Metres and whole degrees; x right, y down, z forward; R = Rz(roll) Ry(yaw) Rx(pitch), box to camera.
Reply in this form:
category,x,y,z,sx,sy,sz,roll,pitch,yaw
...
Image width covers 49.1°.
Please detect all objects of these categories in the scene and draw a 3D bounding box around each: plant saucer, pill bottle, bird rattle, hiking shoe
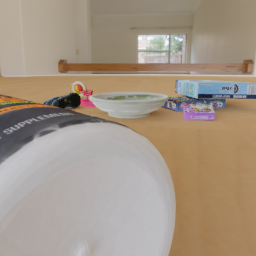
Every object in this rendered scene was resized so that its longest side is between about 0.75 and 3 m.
category,x,y,z,sx,sy,sz,roll,pitch,yaw
plant saucer,0.031,-0.818,9.971,2.800,0.703,2.800,1,13,0
pill bottle,-1.130,0.481,2.560,1.540,1.540,2.898,-11,16,-40
bird rattle,-2.378,-1.859,14.037,1.264,1.030,0.712,-2,28,36
hiking shoe,-2.595,-1.083,11.216,0.767,0.658,1.769,8,15,27

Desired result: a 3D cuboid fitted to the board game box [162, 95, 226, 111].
category,x,y,z,sx,sy,sz,roll,pitch,yaw
board game box,2.633,-1.087,11.785,2.355,0.408,1.596,-5,14,-22

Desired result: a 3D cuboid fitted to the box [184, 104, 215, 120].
category,x,y,z,sx,sy,sz,roll,pitch,yaw
box,2.426,-0.563,9.692,0.973,0.278,1.423,1,16,11

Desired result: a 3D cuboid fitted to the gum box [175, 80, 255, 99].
category,x,y,z,sx,sy,sz,roll,pitch,yaw
gum box,3.628,-1.670,11.869,2.517,0.660,2.963,0,11,-6

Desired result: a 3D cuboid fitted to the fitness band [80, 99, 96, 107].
category,x,y,z,sx,sy,sz,roll,pitch,yaw
fitness band,-1.567,-1.134,12.433,0.981,0.256,1.366,-13,17,-36
